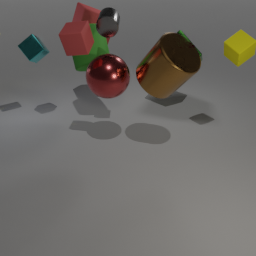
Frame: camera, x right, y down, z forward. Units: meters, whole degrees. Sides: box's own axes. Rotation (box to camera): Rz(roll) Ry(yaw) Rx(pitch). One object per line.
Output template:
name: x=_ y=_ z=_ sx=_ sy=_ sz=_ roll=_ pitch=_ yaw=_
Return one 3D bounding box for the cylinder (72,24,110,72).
cylinder: x=-1.457 y=-3.009 z=10.615 sx=1.400 sy=1.400 sz=1.400 roll=-13 pitch=2 yaw=1

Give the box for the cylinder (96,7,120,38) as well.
cylinder: x=-0.619 y=-3.312 z=8.805 sx=0.700 sy=0.700 sz=0.700 roll=2 pitch=44 yaw=3

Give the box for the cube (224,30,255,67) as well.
cube: x=3.604 y=-2.575 z=9.056 sx=0.700 sy=0.700 sz=0.700 roll=-37 pitch=61 yaw=0

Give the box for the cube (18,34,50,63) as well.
cube: x=-3.457 y=-2.909 z=10.317 sx=0.700 sy=0.700 sz=0.700 roll=-37 pitch=5 yaw=5

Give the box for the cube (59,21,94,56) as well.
cube: x=-1.466 y=-2.583 z=8.076 sx=0.700 sy=0.700 sz=0.700 roll=0 pitch=47 yaw=14

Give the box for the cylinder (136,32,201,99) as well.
cylinder: x=1.158 y=-1.801 z=8.230 sx=1.400 sy=1.400 sz=1.400 roll=14 pitch=59 yaw=-24

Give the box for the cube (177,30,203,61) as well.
cube: x=2.247 y=-3.119 z=12.203 sx=1.400 sy=1.400 sz=1.400 roll=51 pitch=15 yaw=7

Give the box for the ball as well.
ball: x=-0.632 y=-1.632 z=8.861 sx=1.400 sy=1.400 sz=1.400 roll=0 pitch=29 yaw=0

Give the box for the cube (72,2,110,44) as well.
cube: x=-1.545 y=-4.295 z=11.898 sx=1.400 sy=1.400 sz=1.400 roll=10 pitch=27 yaw=-28
